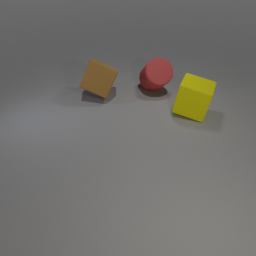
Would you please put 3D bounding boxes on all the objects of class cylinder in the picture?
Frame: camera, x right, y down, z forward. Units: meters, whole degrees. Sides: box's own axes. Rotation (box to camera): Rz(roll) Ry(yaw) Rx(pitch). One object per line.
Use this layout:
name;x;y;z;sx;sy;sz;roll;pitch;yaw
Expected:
cylinder;1.398;-2.684;14.170;1.400;1.400;1.400;-7;-3;-12

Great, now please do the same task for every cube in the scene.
cube;2.910;-1.355;12.317;1.400;1.400;1.400;20;38;11
cube;-1.403;-2.425;13.578;1.400;1.400;1.400;23;13;-10
